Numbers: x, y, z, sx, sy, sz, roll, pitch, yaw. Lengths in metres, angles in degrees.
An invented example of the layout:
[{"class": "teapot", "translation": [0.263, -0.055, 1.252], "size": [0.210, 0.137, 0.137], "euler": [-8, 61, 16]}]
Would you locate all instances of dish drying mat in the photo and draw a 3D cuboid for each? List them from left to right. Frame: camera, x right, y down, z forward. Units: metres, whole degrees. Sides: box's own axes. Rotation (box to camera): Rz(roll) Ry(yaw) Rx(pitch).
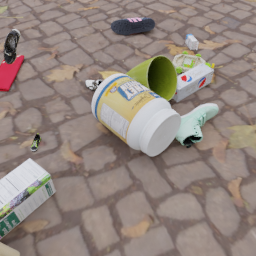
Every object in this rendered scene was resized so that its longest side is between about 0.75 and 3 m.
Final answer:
[{"class": "dish drying mat", "translation": [-5.754, -2.664, 13.291], "size": [1.016, 0.241, 2.646], "euler": [2, 47, 1]}]

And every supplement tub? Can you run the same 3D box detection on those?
[{"class": "supplement tub", "translation": [0.269, -0.485, 10.019], "size": [2.032, 2.032, 2.809], "euler": [-35, 56, -28]}]

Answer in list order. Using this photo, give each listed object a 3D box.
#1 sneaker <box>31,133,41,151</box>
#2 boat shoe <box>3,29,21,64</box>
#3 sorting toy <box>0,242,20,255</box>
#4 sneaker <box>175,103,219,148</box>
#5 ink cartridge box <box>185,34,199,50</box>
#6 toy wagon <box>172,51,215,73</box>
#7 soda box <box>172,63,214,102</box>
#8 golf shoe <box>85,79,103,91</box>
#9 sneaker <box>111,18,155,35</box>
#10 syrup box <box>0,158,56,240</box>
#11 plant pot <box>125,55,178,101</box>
[{"class": "sneaker", "translation": [-3.414, 0.512, 10.286], "size": [0.269, 0.311, 0.750], "euler": [2, 47, 1]}, {"class": "boat shoe", "translation": [-4.502, -3.050, 10.731], "size": [0.539, 1.458, 0.440], "euler": [27, 30, -12]}, {"class": "sorting toy", "translation": [-3.404, 3.671, 6.966], "size": [2.051, 0.275, 1.528], "euler": [30, 76, -5]}, {"class": "sneaker", "translation": [2.675, -0.053, 10.454], "size": [2.206, 0.812, 1.301], "euler": [-24, 45, -9]}, {"class": "ink cartridge box", "translation": [3.381, -4.516, 14.831], "size": [0.303, 0.517, 0.892], "euler": [-12, 48, -11]}, {"class": "toy wagon", "translation": [3.162, -3.059, 13.567], "size": [1.968, 0.389, 1.527], "euler": [15, 49, 13]}, {"class": "soda box", "translation": [2.747, -2.022, 12.342], "size": [2.213, 0.754, 0.705], "euler": [-30, 54, -24]}, {"class": "golf shoe", "translation": [-1.345, -1.944, 12.357], "size": [1.372, 0.648, 0.533], "euler": [26, 53, 24]}, {"class": "sneaker", "translation": [0.268, -5.839, 16.013], "size": [2.487, 0.872, 1.020], "euler": [-1, 26, -1]}, {"class": "syrup box", "translation": [-3.514, 2.209, 8.212], "size": [1.058, 1.023, 2.597], "euler": [31, 54, 26]}, {"class": "plant pot", "translation": [0.730, -1.929, 11.587], "size": [1.934, 1.809, 1.809], "euler": [2, 37, 48]}]
